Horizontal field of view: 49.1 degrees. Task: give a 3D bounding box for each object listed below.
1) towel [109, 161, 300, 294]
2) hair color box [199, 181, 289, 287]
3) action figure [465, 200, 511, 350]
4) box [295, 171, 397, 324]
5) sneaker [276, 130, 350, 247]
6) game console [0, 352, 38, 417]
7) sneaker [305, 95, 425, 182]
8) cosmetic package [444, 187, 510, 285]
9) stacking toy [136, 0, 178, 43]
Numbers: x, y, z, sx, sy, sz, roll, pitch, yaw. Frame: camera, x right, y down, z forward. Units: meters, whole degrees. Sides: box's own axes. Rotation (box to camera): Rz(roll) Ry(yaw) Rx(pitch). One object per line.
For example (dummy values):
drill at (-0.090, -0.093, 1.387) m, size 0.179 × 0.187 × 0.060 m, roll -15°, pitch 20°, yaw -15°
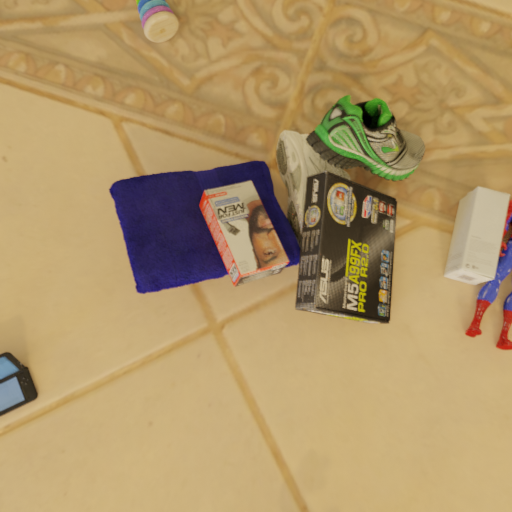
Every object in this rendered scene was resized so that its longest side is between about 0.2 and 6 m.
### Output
towel at (-0.908, -0.527, 10.023) m, size 3.034 × 0.752 × 2.240 m, roll -10°, pitch 66°, yaw -22°
hair color box at (-0.222, -0.399, 9.414) m, size 0.910 × 0.525 × 1.642 m, roll -16°, pitch 70°, yaw -24°
action figure at (4.873, 0.035, 10.406) m, size 1.089 × 0.860 × 3.327 m, roll 21°, pitch 76°, yaw 7°
box at (1.656, -0.084, 9.989) m, size 1.921 × 0.531 × 2.398 m, roll 15°, pitch 76°, yaw -36°
sneaker at (1.212, -1.152, 10.534) m, size 1.312 × 1.029 × 2.640 m, roll -7°, pitch 83°, yaw -11°
game console at (-4.628, 2.354, 9.976) m, size 1.079 × 0.638 × 0.921 m, roll -25°, pitch 79°, yaw -4°
sneaker at (2.232, -2.106, 10.022) m, size 2.753 × 1.173 × 1.074 m, roll -1°, pitch 50°, yaw -43°
cosmetic package at (4.083, -0.358, 10.396) m, size 0.662 × 0.920 × 1.631 m, roll 17°, pitch 81°, yaw 2°
stacking toy at (-2.242, -5.299, 11.574) m, size 0.735 × 0.735 × 1.722 m, roll -24°, pitch 73°, yaw -5°
